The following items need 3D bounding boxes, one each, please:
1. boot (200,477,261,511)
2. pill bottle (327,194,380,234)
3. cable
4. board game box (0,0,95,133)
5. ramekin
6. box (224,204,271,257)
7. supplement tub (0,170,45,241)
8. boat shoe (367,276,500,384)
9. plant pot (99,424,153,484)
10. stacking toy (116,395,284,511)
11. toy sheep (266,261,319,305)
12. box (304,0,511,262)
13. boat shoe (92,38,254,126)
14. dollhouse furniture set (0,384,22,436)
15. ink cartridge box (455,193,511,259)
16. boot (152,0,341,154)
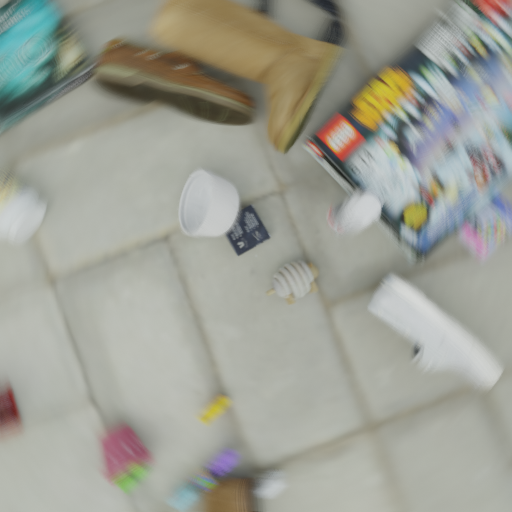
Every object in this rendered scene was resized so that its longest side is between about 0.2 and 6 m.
[{"bbox_3d":[-0.425,5.542,10.368,1.040,1.015,2.757,-6,81,11],"label":"boot"},{"bbox_3d":[1.764,-0.767,10.129,0.572,0.987,0.572,5,78,-24],"label":"pill bottle"},{"bbox_3d":[0.868,-4.676,10.996,1.646,0.513,2.018,-16,91,4],"label":"cable"},{"bbox_3d":[-4.992,-3.697,11.080,3.048,0.429,2.061,-33,87,-2],"label":"board game box"},{"bbox_3d":[-0.879,-0.937,10.460,0.645,1.230,1.230,11,86,-36],"label":"ramekin"},{"bbox_3d":[-0.222,-0.489,10.887,0.751,0.441,0.739,-29,87,-2],"label":"box"},{"bbox_3d":[-4.827,-1.004,10.660,1.332,0.966,0.966,36,87,1],"label":"supplement tub"},{"bbox_3d":[3.268,1.577,10.442,2.766,0.996,0.948,41,94,-8],"label":"boat shoe"},{"bbox_3d":[-2.503,3.664,10.480,0.925,0.925,0.828,-29,71,-2],"label":"plant pot"},{"bbox_3d":[-1.009,4.210,10.584,2.611,0.613,1.968,-39,86,0],"label":"stacking toy"},{"bbox_3d":[0.702,0.502,10.698,1.122,0.774,0.774,-27,87,-16],"label":"toy sheep"},{"bbox_3d":[3.680,-2.577,10.765,4.621,0.922,3.164,-43,88,-2],"label":"box"},{"bbox_3d":[-1.475,-3.398,10.704,3.155,1.135,1.072,15,77,-6],"label":"boat shoe"},{"bbox_3d":[-5.698,3.232,10.354,2.215,1.192,0.901,-18,87,5],"label":"dollhouse furniture set"},{"bbox_3d":[4.587,-0.620,11.008,0.713,0.251,1.195,44,86,2],"label":"ink cartridge box"},{"bbox_3d":[-0.378,-3.470,10.154,3.268,1.081,2.862,25,54,2],"label":"boot"}]
